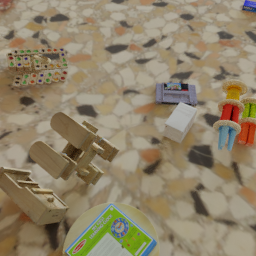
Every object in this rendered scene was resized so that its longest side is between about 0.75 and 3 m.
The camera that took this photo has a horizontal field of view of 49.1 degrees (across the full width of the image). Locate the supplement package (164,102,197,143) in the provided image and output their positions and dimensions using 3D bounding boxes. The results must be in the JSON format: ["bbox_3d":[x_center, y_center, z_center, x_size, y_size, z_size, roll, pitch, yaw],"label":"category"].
[{"bbox_3d":[1.408,-0.148,7.550,0.533,0.535,0.912,27,58,20],"label":"supplement package"}]

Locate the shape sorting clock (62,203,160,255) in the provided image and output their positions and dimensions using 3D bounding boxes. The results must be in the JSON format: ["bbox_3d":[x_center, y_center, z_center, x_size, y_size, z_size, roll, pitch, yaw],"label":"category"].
[{"bbox_3d":[-0.345,2.457,5.712,1.968,0.386,1.968,0,52,0],"label":"shape sorting clock"}]

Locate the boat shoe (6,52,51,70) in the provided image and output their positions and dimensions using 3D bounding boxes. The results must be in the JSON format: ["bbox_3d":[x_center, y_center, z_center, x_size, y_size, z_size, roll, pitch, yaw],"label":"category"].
[{"bbox_3d":[-3.254,-2.248,9.159,1.391,0.452,0.502,3,54,2],"label":"boat shoe"}]

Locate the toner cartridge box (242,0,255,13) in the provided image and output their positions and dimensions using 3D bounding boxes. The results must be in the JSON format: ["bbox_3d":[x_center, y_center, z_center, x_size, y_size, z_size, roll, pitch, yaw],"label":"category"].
[{"bbox_3d":[5.119,-4.844,11.235,0.960,0.207,0.456,20,57,14],"label":"toner cartridge box"}]

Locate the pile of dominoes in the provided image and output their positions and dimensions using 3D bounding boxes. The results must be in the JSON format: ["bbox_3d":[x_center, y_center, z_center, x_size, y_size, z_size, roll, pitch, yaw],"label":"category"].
[{"bbox_3d":[-2.769,-2.000,8.757,1.809,0.288,1.410,-9,66,-19],"label":"pile of dominoes"}]

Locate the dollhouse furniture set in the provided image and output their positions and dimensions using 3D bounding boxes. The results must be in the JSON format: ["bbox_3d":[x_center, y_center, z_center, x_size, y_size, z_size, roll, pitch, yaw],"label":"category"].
[{"bbox_3d":[-1.565,0.717,6.113,1.453,1.917,2.188,34,87,21],"label":"dollhouse furniture set"}]

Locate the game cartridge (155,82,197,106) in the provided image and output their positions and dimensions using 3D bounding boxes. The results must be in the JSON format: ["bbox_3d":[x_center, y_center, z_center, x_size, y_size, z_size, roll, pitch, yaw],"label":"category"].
[{"bbox_3d":[1.437,-1.030,8.421,1.218,0.234,0.789,3,58,2],"label":"game cartridge"}]

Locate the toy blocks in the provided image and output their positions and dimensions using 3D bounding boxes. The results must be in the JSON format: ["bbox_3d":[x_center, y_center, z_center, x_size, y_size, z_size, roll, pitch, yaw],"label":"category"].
[{"bbox_3d":[2.813,-0.080,7.121,1.519,0.662,1.823,34,62,-29],"label":"toy blocks"}]
